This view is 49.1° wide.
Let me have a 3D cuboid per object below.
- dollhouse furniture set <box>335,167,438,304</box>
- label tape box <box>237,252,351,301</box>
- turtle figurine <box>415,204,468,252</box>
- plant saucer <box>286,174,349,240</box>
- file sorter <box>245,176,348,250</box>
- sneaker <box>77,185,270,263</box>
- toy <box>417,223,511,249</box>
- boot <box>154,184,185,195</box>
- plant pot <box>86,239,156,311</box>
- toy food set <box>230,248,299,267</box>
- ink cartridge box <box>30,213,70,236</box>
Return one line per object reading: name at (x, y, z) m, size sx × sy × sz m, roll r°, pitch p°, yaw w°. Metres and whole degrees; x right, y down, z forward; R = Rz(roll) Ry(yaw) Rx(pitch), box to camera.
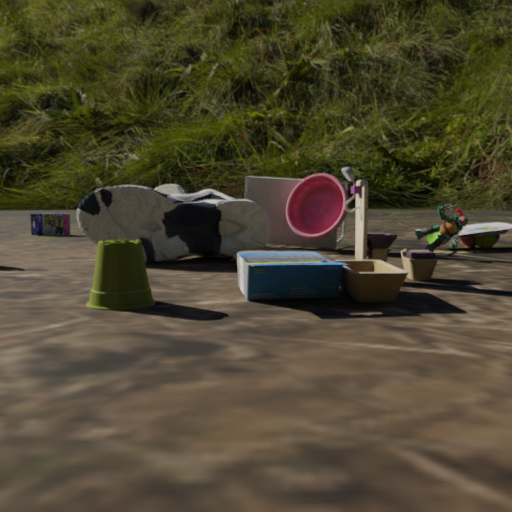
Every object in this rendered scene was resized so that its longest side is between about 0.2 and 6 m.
dollhouse furniture set at (1.607, -0.333, 6.698) m, size 1.682 × 1.507 × 2.123 m, roll 0°, pitch 6°, yaw -2°
label tape box at (0.360, 0.238, 6.300) m, size 1.036 × 0.455 × 1.436 m, roll -1°, pitch 6°, yaw -7°
turtle figurine at (3.417, -0.467, 10.034) m, size 0.523 × 0.777 × 1.039 m, roll -2°, pitch -25°, yaw -43°
plant saucer at (1.274, -0.973, 11.370) m, size 1.373 × 1.373 × 0.348 m, roll 4°, pitch -11°, yaw 35°
file sorter at (0.926, -1.036, 12.662) m, size 2.087 × 1.448 × 1.299 m, roll 6°, pitch 12°, yaw 19°
sneaker at (-1.443, -0.605, 10.448) m, size 3.324 × 1.327 × 2.163 m, roll -3°, pitch 2°, yaw -2°
toy at (4.761, -0.410, 12.219) m, size 2.185 × 0.516 × 1.258 m, roll -2°, pitch 9°, yaw -15°
boot at (-1.933, -0.803, 11.624) m, size 2.051 × 0.746 × 0.927 m, roll -33°, pitch -17°, yaw 34°
plant pot at (-1.416, 0.174, 5.872) m, size 0.718 × 0.682 × 0.718 m, roll 1°, pitch 5°, yaw 0°
toy food set at (0.168, 0.052, 8.908) m, size 1.155 × 0.281 × 1.144 m, roll 3°, pitch 7°, yaw 30°
ink cartridge box at (-5.963, -0.911, 16.248) m, size 1.083 × 0.646 × 0.227 m, roll -2°, pitch 7°, yaw -19°
